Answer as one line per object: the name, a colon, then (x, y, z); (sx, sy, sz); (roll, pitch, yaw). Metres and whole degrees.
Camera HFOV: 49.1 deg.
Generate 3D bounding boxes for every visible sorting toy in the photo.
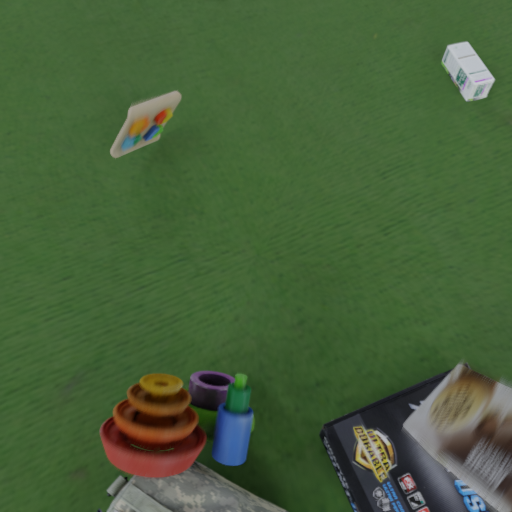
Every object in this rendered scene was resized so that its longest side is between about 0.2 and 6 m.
sorting toy: (-1.776, -2.098, 9.103); (1.078, 1.164, 0.212); (-35, 83, -38)
sorting toy: (-0.665, 1.656, 6.320); (1.376, 2.289, 0.940); (13, 98, 23)

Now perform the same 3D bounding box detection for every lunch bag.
lunch bag: (-0.560, 3.076, 6.046); (2.049, 1.719, 1.428); (25, 63, 14)

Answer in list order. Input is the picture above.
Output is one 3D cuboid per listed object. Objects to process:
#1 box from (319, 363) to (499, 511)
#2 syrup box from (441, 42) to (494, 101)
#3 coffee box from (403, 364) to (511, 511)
box: (2.234, 2.749, 6.935); (2.201, 0.551, 2.218); (-20, 62, -10)
syrup box: (3.972, -3.474, 10.549); (0.445, 0.430, 1.093); (-14, 62, -8)
coffee box: (2.345, 1.834, 5.480); (0.971, 1.718, 0.686); (-45, 102, -5)
